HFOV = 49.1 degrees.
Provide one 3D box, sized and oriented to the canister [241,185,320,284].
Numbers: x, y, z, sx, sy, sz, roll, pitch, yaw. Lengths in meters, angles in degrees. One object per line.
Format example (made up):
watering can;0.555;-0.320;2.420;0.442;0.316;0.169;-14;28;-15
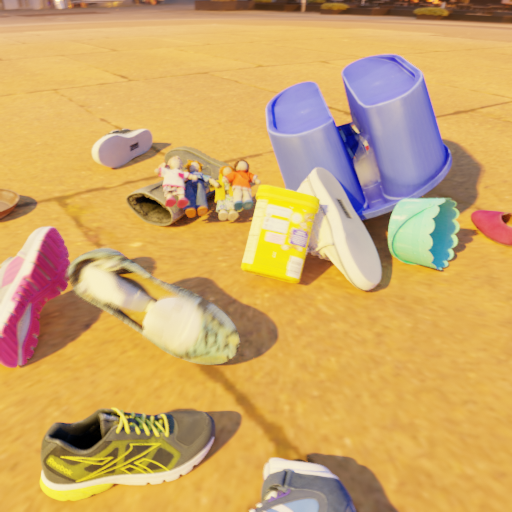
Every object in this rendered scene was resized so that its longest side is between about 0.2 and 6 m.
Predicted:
canister;0.372;-0.333;8.957;1.023;1.377;0.596;13;-7;3

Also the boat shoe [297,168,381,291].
boat shoe;1.189;-0.294;9.360;0.886;1.023;2.399;7;50;-43

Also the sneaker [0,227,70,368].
sneaker;-3.351;0.454;7.709;0.977;0.901;2.214;1;47;15

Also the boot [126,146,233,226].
boot;-1.823;-1.493;11.934;2.201;0.878;2.420;17;40;32

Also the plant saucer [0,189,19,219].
plant saucer;-5.607;-0.972;11.385;1.532;0.280;1.532;0;28;0

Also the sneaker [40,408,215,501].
sneaker;-1.263;1.878;5.639;1.806;0.764;0.673;-12;32;-22

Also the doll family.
doll family;-0.963;-1.343;10.923;2.026;0.913;1.257;2;60;-11

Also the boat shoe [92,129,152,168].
boat shoe;-3.536;-2.779;14.250;0.726;0.806;2.279;11;23;19

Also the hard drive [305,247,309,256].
hard drive;0.418;-0.032;9.450;0.854;0.563;0.112;24;-6;36

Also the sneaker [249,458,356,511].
sneaker;0.091;2.375;4.977;1.589;0.640;1.163;-12;22;-13

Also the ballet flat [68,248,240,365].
ballet flat;-1.383;0.671;7.088;2.468;0.916;0.916;25;36;17

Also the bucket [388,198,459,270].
bucket;2.811;-0.403;9.423;0.804;1.235;1.235;11;29;39

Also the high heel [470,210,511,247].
high heel;5.006;-0.678;9.852;0.852;1.215;2.528;-23;36;-36

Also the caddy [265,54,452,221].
caddy;2.018;-2.292;11.663;3.327;2.470;4.706;-19;27;11
